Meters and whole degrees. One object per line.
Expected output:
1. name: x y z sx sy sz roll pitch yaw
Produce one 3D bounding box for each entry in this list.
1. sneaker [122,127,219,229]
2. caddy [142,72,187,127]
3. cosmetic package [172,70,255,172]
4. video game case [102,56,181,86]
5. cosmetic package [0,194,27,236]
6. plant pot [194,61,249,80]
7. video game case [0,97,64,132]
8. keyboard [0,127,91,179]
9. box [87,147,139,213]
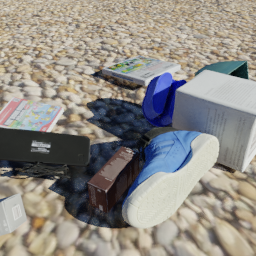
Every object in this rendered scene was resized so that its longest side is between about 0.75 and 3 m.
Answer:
1. sneaker: 0.555 0.829 5.725 2.623 1.007 1.459 -37 35 -31
2. caddy: 0.998 -0.778 7.643 1.063 0.790 1.504 23 76 -17
3. cosmetic package: 2.281 -0.265 6.785 1.905 1.570 1.572 24 41 32
4. video game case: 0.529 -2.225 10.604 2.059 0.249 2.259 23 38 34
5. cosmetic package: -2.449 1.560 4.633 1.282 0.578 0.685 -14 -2 -1
6. plant pot: 2.958 -1.557 9.075 1.032 1.032 1.461 -34 33 -24
7. video game case: -2.653 -0.290 7.428 1.558 0.136 1.114 13 49 11
8. keyboard: -1.948 0.612 6.207 2.178 0.432 1.134 6 51 -11
9. box: -0.261 1.028 5.779 0.483 0.646 1.289 17 37 23
